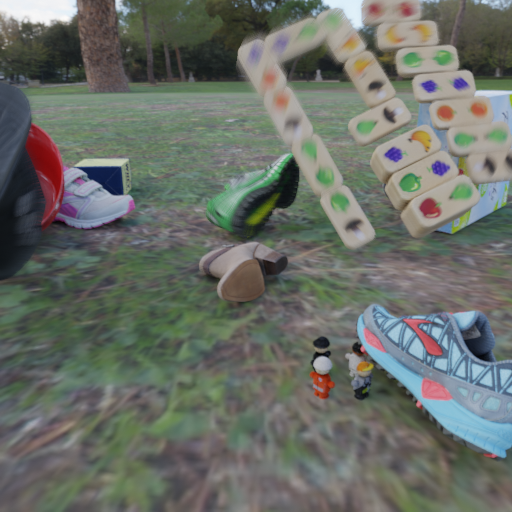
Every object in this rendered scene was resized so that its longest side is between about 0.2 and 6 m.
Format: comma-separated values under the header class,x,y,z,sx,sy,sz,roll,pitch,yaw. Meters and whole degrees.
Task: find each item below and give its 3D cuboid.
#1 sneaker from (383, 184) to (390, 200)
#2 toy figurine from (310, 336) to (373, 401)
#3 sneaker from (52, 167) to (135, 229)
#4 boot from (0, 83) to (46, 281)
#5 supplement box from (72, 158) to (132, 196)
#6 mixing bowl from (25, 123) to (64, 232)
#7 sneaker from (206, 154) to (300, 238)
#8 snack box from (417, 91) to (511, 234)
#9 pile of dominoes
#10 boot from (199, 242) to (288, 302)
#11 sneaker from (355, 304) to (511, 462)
class,x,y,z,sx,sy,sz,roll,pitch,yaw
sneaker,3.557,-1.444,12.234,2.163,0.776,0.896,-9,-3,-25
toy figurine,0.815,1.063,5.376,0.595,0.421,0.605,2,20,6
sneaker,-3.441,-1.141,10.552,2.350,1.037,0.956,4,20,10
boot,-3.355,-0.306,6.657,0.980,2.461,2.986,29,-24,-10
supplement box,-3.484,-1.780,12.786,1.078,0.724,1.077,0,20,-1
mixing bowl,-4.197,-1.117,9.543,2.210,2.210,1.197,0,-11,-1
sneaker,0.012,-1.269,10.256,1.034,0.947,2.426,20,41,29
snack box,4.040,-1.901,10.714,0.943,2.349,2.785,16,26,38
pile of dominoes,2.024,-2.373,8.726,3.251,4.171,0.664,-27,-13,-6
boot,-0.349,0.197,7.760,1.137,0.546,1.555,8,19,38
sneaker,1.679,0.859,4.962,0.777,0.936,1.960,29,9,-32
